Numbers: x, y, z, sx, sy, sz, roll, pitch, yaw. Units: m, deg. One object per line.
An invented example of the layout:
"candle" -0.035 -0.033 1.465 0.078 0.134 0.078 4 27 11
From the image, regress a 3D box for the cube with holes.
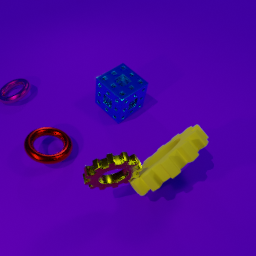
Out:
"cube with holes" -0.214 -1.023 8.244 1.056 1.056 1.056 -36 66 -29

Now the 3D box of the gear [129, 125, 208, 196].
"gear" 0.879 0.695 6.240 1.962 1.962 0.363 -40 90 -30

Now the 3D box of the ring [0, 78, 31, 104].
"ring" -3.625 -1.192 8.924 1.103 0.221 1.103 -10 46 11

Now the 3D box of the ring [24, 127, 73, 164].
"ring" -2.040 0.430 7.213 1.222 0.244 1.222 11 42 -10

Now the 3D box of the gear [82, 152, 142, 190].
"gear" -0.300 0.858 5.455 1.131 1.131 0.209 -12 57 -10
